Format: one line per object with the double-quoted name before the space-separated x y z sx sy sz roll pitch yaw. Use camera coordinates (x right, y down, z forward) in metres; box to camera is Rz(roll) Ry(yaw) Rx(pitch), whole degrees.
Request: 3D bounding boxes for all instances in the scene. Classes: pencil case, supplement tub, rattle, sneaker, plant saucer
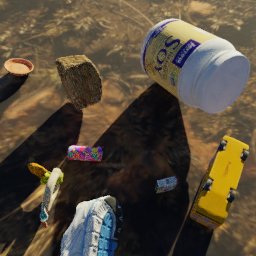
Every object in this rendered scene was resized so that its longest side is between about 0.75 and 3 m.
"pencil case" -1.132 0.674 7.521 0.944 0.417 0.417 2 58 1
"supplement tub" 1.771 -1.752 7.832 1.925 1.925 2.648 -28 46 -17
"rattle" -2.121 1.545 6.588 0.960 0.875 1.344 24 65 -15
"sneaker" -0.999 2.840 5.819 1.228 1.062 2.833 -12 50 41
"plant saucer" -3.582 -1.985 9.210 0.886 0.166 0.886 10 42 -9

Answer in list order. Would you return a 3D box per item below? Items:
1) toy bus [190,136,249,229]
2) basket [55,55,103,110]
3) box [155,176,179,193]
"toy bus" 2.258 1.271 6.848 0.701 0.843 2.154 25 61 11
"basket" -1.367 -1.394 8.103 0.984 1.379 1.027 -25 35 -17
"box" 0.922 1.370 6.727 0.494 0.898 0.156 -14 68 -2
